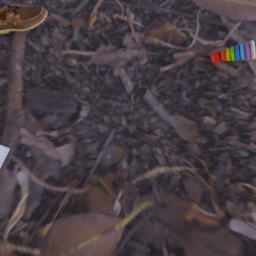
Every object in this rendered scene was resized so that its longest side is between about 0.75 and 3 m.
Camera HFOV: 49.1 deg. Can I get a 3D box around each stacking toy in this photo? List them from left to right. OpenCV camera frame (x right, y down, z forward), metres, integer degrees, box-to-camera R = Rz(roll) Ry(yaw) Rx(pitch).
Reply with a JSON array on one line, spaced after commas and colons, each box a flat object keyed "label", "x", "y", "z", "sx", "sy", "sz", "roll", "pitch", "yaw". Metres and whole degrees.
[{"label": "stacking toy", "x": 2.924, "y": -2.093, "z": 7.890, "sx": 1.199, "sy": 0.512, "sz": 0.512, "roll": -6, "pitch": 64, "yaw": 24}]

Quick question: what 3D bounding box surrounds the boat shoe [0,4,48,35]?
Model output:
[{"label": "boat shoe", "x": -3.280, "y": -3.225, "z": 8.145, "sx": 1.878, "sy": 0.634, "sz": 0.676, "roll": -6, "pitch": 66, "yaw": 14}]

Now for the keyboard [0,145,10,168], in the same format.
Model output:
[{"label": "keyboard", "x": -3.302, "y": 1.041, "z": 6.614, "sx": 0.401, "sy": 0.076, "sz": 1.426, "roll": 27, "pitch": 59, "yaw": -19}]
